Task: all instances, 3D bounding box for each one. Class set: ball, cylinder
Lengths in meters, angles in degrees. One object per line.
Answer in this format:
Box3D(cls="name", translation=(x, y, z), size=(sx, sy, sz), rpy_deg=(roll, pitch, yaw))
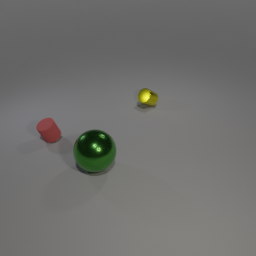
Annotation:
Box3D(cls="ball", translation=(-1.076, 0.742, 9.137), size=(1.400, 1.400, 1.400), rpy_deg=(0, 33, 0))
Box3D(cls="cylinder", translation=(-3.008, 0.085, 10.660), size=(0.700, 0.700, 0.700), rpy_deg=(-11, 45, 12))
Box3D(cls="cylinder", translation=(0.928, -1.415, 12.931), size=(0.700, 0.700, 0.700), rpy_deg=(30, 10, 38))
